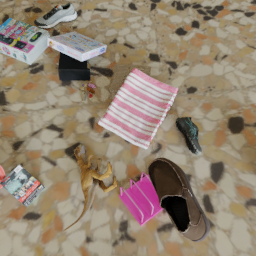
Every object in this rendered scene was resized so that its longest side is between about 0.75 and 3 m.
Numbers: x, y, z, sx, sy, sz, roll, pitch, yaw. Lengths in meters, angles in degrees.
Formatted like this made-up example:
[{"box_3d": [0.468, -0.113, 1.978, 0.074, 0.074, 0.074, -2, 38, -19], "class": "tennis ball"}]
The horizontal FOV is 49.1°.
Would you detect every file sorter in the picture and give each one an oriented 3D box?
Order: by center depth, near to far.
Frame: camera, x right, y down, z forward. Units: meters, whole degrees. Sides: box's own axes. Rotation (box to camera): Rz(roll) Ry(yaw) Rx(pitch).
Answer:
[{"box_3d": [0.724, 1.905, 8.626, 1.687, 1.058, 1.172, -32, 63, -19], "class": "file sorter"}]

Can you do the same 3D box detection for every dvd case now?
[{"box_3d": [-3.349, 1.834, 8.926, 1.139, 0.125, 0.831, 44, 64, -8], "class": "dvd case"}]

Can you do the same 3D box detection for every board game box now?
[{"box_3d": [-2.160, -3.564, 12.088, 1.824, 0.375, 1.819, 27, 36, 17], "class": "board game box"}, {"box_3d": [-4.840, -3.934, 12.573, 2.176, 0.699, 1.605, 22, 60, 14], "class": "board game box"}]

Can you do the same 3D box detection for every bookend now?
[{"box_3d": [-2.235, -2.627, 11.780, 1.270, 0.589, 1.278, -2, 51, -8], "class": "bookend"}]

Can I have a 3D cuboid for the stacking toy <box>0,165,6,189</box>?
[{"box_3d": [-5.003, 1.447, 8.591, 2.034, 1.842, 0.859, -32, 31, -20], "class": "stacking toy"}]

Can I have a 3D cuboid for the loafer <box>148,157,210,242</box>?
[{"box_3d": [1.066, 1.508, 6.466, 0.807, 0.785, 2.211, -46, 49, 15], "class": "loafer"}]

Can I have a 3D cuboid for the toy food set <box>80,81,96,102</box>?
[{"box_3d": [-1.623, -1.548, 11.356, 0.659, 0.163, 1.037, -11, 58, -7], "class": "toy food set"}]

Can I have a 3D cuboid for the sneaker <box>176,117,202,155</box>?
[{"box_3d": [2.292, 0.211, 9.983, 0.636, 0.605, 1.605, -16, 59, -12], "class": "sneaker"}]

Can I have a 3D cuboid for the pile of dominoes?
[{"box_3d": [0.128, -1.955, 11.657, 1.491, 0.305, 1.913, 9, 50, 6], "class": "pile of dominoes"}]

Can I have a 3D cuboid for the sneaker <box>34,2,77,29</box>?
[{"box_3d": [-3.525, -5.433, 13.424, 2.099, 0.832, 0.776, -27, 58, -15], "class": "sneaker"}]

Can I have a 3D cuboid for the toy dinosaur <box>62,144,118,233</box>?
[{"box_3d": [-1.173, 1.838, 8.949, 1.567, 0.891, 2.950, -16, 49, 7], "class": "toy dinosaur"}]

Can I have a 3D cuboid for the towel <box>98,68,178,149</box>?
[{"box_3d": [0.422, -0.821, 10.481, 2.071, 0.423, 2.830, 27, 67, 10], "class": "towel"}]
